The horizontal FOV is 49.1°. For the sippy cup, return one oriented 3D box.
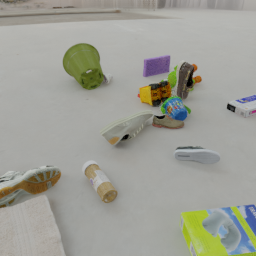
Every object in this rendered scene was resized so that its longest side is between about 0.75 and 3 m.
[{"bbox_3d":[1.994,-0.708,11.527,1.174,0.922,0.860,-28,44,0],"label":"sippy cup"}]

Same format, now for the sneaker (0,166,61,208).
[{"bbox_3d":[-2.948,1.422,7.758,2.106,0.796,0.923,-18,34,-30],"label":"sneaker"}]

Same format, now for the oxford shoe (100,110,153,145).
[{"bbox_3d":[0.085,-0.022,10.395,2.768,1.041,0.799,-25,81,-50],"label":"oxford shoe"}]

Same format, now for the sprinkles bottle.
[{"bbox_3d":[-0.816,1.487,7.918,0.487,0.487,1.427,-16,35,-26],"label":"sprinkles bottle"}]

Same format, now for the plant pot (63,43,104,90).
[{"bbox_3d":[-2.182,-3.067,14.805,2.109,2.109,2.003,-12,44,-20],"label":"plant pot"}]

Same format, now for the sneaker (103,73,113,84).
[{"bbox_3d":[-1.098,-2.826,15.586,0.596,0.448,1.196,-7,30,-11],"label":"sneaker"}]

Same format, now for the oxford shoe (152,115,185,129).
[{"bbox_3d":[1.598,-0.266,11.042,1.277,0.477,0.450,2,30,3],"label":"oxford shoe"}]

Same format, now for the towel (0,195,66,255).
[{"bbox_3d":[-2.378,2.529,6.163,1.683,0.438,2.539,-13,32,-23],"label":"towel"}]

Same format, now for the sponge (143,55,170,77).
[{"bbox_3d":[1.694,-3.651,16.459,1.839,1.026,0.274,-17,34,-28],"label":"sponge"}]

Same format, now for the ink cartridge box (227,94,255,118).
[{"bbox_3d":[5.600,-1.060,12.539,2.193,0.407,1.039,-18,33,-24],"label":"ink cartridge box"}]

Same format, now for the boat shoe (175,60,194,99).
[{"bbox_3d":[2.597,-2.024,12.572,0.651,2.186,0.785,29,61,27],"label":"boat shoe"}]

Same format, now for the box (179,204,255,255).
[{"bbox_3d":[2.375,2.416,6.309,2.116,0.504,1.290,-5,31,-7],"label":"box"}]

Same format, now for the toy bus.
[{"bbox_3d":[1.155,-1.655,13.205,1.419,0.963,1.363,-22,20,-37],"label":"toy bus"}]

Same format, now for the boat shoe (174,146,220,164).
[{"bbox_3d":[2.242,0.788,9.127,1.469,0.530,0.521,6,34,14],"label":"boat shoe"}]

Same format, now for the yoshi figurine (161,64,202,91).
[{"bbox_3d":[2.790,-2.560,14.338,2.381,1.333,1.338,-22,43,-29],"label":"yoshi figurine"}]
